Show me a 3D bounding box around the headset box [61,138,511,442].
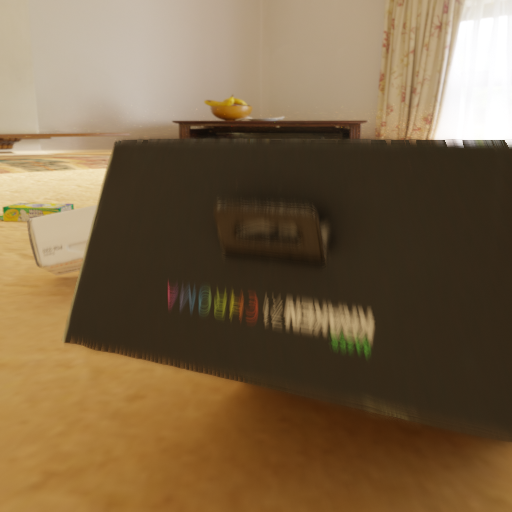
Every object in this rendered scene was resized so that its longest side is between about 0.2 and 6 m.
[{"bbox_3d":[0.429,0.240,2.949,1.912,1.019,2.196,6,-12,27],"label":"headset box"}]

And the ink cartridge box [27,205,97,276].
[{"bbox_3d":[-1.974,-0.165,6.390,0.956,0.557,1.313,-14,-1,-14],"label":"ink cartridge box"}]

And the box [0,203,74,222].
[{"bbox_3d":[-4.430,-0.880,11.238,1.320,0.319,0.774,0,12,5],"label":"box"}]
